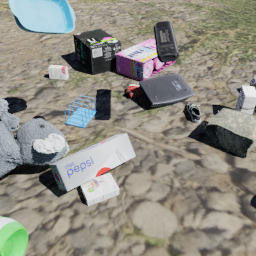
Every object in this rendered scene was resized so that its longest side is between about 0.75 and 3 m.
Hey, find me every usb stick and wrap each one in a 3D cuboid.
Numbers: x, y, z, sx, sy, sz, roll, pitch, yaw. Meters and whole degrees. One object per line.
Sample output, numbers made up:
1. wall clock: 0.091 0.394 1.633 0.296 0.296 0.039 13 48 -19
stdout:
1. usb stick: 1.104 -2.592 8.269 0.613 0.360 2.209 -5 42 6

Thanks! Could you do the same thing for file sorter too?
1. file sorter: -1.681 -0.607 9.968 0.738 0.653 1.064 13 38 15

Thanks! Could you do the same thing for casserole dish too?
1. casserole dish: -2.181 -2.918 7.131 0.365 1.140 1.883 -15 1 41

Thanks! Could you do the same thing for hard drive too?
1. hard drive: 1.505 -1.466 10.996 1.964 0.416 1.325 -16 59 -24

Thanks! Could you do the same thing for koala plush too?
1. koala plush: -2.775 0.439 7.517 2.354 2.087 2.163 6 75 -10

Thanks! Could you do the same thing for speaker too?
1. speaker: -3.522 2.167 5.868 2.690 1.190 1.190 12 39 16

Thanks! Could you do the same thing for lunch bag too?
1. lunch bag: 3.344 0.053 8.896 1.530 0.900 1.255 29 46 26

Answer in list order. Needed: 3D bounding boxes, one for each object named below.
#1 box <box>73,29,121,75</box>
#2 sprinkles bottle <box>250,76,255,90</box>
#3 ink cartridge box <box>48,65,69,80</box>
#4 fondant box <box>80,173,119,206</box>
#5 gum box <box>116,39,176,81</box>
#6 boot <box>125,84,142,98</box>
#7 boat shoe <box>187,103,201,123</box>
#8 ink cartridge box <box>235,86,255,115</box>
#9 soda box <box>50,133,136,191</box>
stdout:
1. box: -1.490 -3.727 13.507 1.596 1.336 2.149 -19 41 -23
2. sprinkles bottle: 5.454 -1.153 10.545 0.810 0.810 2.375 -3 37 -4
3. ink cartridge box: -3.096 -2.478 12.503 0.777 0.564 0.324 6 35 8
4. fondant box: -0.748 1.600 7.372 0.875 0.255 0.631 -15 40 -19
5. gum box: 0.955 -3.322 13.297 1.596 0.930 2.812 26 44 31
6. boot: 0.439 -1.445 11.321 1.070 0.387 0.772 3 37 17
7. boat shoe: 2.423 -0.667 10.248 0.434 0.401 1.175 2 37 3
8. ink cartridge box: 4.165 -0.849 9.924 0.458 1.081 0.787 6 38 8
9. soda box: -0.918 0.887 7.657 2.221 0.758 0.705 -23 6 -31
